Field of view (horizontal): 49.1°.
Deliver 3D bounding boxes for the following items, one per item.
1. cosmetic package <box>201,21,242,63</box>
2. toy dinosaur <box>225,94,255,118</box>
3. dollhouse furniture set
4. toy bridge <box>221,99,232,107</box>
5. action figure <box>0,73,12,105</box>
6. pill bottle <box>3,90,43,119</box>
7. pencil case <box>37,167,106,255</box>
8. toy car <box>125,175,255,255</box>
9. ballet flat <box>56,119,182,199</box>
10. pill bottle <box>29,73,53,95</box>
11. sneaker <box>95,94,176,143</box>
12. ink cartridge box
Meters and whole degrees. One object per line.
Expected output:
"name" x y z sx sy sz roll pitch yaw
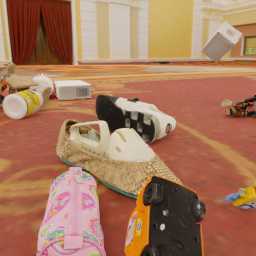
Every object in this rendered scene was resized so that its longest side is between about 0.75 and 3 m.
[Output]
"cosmetic package" 2.999 -2.746 9.082 0.711 0.511 1.260 37 -16 -1
"toy dinosaur" 3.661 -0.670 8.854 0.986 0.742 1.452 -7 27 47
"dollhouse furniture set" -4.140 -1.755 9.915 2.019 1.430 2.198 33 26 18
"toy bridge" 3.818 -0.952 10.787 0.335 0.136 0.997 7 17 23
"action figure" -4.768 -1.334 10.146 0.764 1.412 1.460 39 -13 -28
"pill bottle" -3.282 -0.793 8.957 0.780 0.780 1.392 2 16 8
"pencil case" -0.582 0.937 2.940 0.628 0.628 1.437 -2 16 -8
"toy car" 0.840 1.115 2.885 2.145 1.052 0.714 10 -36 -32
"ballet flat" -0.313 0.366 4.505 2.669 0.871 0.941 13 18 39
"pill bottle" -3.835 -1.853 12.434 1.017 1.017 1.800 -4 16 -14
"sneaker" 0.137 -0.280 7.047 1.065 0.892 2.406 -13 29 -41
"ink cartridge box" -2.665 -1.799 12.981 1.394 0.644 2.558 -6 15 -20
